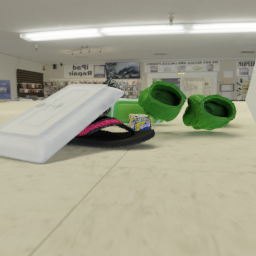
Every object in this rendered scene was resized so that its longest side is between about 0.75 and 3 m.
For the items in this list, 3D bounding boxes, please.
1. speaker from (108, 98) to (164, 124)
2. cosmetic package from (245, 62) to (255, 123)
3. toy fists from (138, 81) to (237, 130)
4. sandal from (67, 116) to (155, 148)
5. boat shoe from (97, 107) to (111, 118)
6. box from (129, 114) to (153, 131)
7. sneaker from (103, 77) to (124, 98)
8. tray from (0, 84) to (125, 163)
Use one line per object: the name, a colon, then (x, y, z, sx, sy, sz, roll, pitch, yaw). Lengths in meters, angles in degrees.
speaker: (0.244, -0.562, 9.377, 1.907, 0.843, 0.843, 3, 7, -5)
cosmetic package: (4.855, -1.425, 6.985, 2.843, 2.852, 1.753, 0, 39, 6)
toy fists: (1.494, -0.545, 7.383, 2.505, 0.862, 1.277, 12, -19, -6)
sandal: (-0.690, 0.034, 5.695, 2.455, 0.553, 0.922, 1, 9, 11)
boat shoe: (-0.817, -0.467, 7.276, 0.765, 0.864, 2.359, -46, 8, -1)
box: (0.335, -0.148, 7.989, 0.470, 0.431, 1.341, -1, 6, -8)
sneaker: (-1.111, -1.301, 10.634, 1.604, 1.064, 2.819, -43, -15, 6)
tray: (-1.348, -0.323, 5.492, 1.545, 0.319, 2.878, 5, 30, 26)
